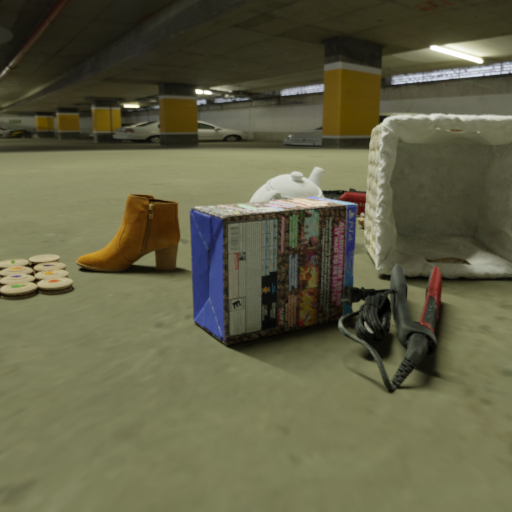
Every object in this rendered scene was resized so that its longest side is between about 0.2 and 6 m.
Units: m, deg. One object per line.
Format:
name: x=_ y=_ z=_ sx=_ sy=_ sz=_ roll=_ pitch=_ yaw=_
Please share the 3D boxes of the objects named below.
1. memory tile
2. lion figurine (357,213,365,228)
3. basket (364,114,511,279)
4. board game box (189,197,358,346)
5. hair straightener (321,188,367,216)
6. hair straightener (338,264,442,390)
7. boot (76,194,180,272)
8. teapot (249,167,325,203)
memory tile: x=-3.908 y=0.336 z=9.124 sx=1.627 sy=0.178 sz=2.123 roll=-6 pitch=15 yaw=-25
lion figurine: x=2.937 y=-0.757 z=13.419 sx=0.976 sy=0.354 sz=0.598 roll=13 pitch=5 yaw=-6
basket: x=3.300 y=-1.113 z=9.922 sx=2.625 sy=2.649 sz=2.130 roll=1 pitch=12 yaw=1
board game box: x=0.234 y=0.104 z=7.173 sx=1.938 sy=1.545 sz=0.938 roll=-7 pitch=15 yaw=-30
hair straightener: x=2.395 y=-1.506 z=15.966 sx=3.596 sy=0.736 sz=1.384 roll=2 pitch=13 yaw=27
hair straightener: x=1.616 y=0.755 z=6.867 sx=1.212 sy=0.645 sz=3.150 roll=4 pitch=19 yaw=18
boot: x=-2.246 y=-0.420 z=9.788 sx=1.853 sy=1.327 sz=0.652 roll=0 pitch=13 yaw=1
teapot: x=0.676 y=-1.006 z=11.266 sx=1.870 sy=1.384 sz=1.895 roll=1 pitch=31 yaw=-15
